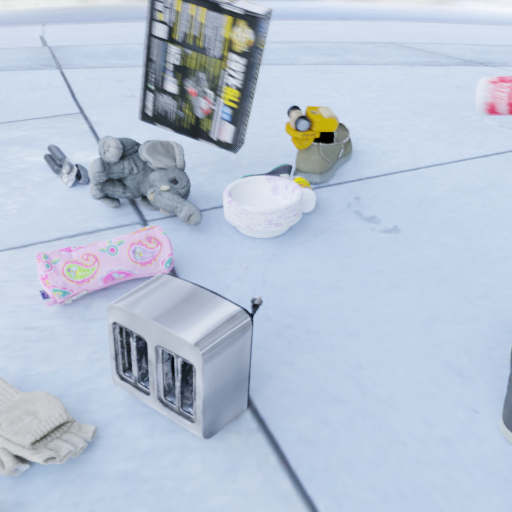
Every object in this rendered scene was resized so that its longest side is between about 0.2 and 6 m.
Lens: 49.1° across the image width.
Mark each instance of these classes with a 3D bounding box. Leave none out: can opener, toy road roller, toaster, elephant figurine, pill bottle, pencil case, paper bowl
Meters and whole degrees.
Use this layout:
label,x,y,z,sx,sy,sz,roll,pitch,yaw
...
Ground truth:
label,x,y,z,sx,sy,sz,roll,pitch,yaw
can opener,-5.172,-2.414,15.316,0.742,0.592,2.220,18,15,-40
toy road roller,1.348,-3.207,14.077,1.293,0.944,0.794,-6,41,-15
toaster,-0.999,1.300,7.751,1.807,1.998,1.186,21,33,29
elephant figurine,-2.357,-1.763,13.270,2.777,2.154,1.965,13,-12,2
pill bottle,1.097,-1.472,13.556,0.596,0.596,1.092,-4,32,-7
pencil case,-2.818,0.164,10.536,2.481,1.085,1.085,-17,35,-24
pill bottle,3.499,-2.160,7.545,0.925,0.519,0.519,9,31,35
paper bowl,0.153,-1.044,12.546,1.771,0.921,1.771,0,32,0

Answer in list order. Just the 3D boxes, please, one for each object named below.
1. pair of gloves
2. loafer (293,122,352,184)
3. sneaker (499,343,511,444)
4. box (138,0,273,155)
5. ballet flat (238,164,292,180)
label,x,y,z,sx,sy,sz,roll,pitch,yaw
pair of gloves,-3.555,2.628,7.064,2.145,0.442,2.523,11,31,24
loafer,1.975,-3.197,15.742,1.336,1.237,3.553,9,33,14
sneaker,4.313,1.352,8.082,1.065,1.513,2.848,15,35,23
box,-1.316,-4.453,13.349,2.725,3.412,0.842,19,38,6
ballet flat,0.362,-1.829,14.196,0.711,0.711,1.947,27,35,37
